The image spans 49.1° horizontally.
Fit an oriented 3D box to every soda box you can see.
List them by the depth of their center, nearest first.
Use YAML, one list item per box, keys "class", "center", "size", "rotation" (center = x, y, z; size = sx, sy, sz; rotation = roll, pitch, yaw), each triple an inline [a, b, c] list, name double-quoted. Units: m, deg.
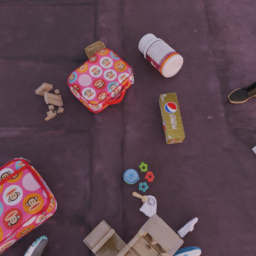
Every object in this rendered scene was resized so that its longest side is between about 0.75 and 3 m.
- class: "soda box"
  center: [1.522, -0.341, 9.805]
  size: [0.581, 0.549, 1.716]
  rotation: [-7, 69, -2]

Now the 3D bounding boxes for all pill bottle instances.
- class: "pill bottle"
  center: [1.185, -2.743, 10.479]
  size: [0.925, 0.925, 1.689]
  rotation: [-33, 61, -12]

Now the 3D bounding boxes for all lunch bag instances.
- class: "lunch bag"
  center: [-3.810, 2.274, 8.548]
  size: [2.690, 1.102, 2.370]
  rotation: [-37, 68, -14]
- class: "lunch bag"
  center: [-0.874, -1.655, 10.139]
  size: [2.158, 0.884, 1.901]
  rotation: [-42, 74, -15]

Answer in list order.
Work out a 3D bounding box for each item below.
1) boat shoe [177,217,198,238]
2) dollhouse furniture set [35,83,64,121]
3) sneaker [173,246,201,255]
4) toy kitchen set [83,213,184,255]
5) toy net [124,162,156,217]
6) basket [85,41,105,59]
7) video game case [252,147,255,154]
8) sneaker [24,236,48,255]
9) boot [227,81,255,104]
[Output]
- class: "boat shoe"
  center: [1.884, 3.070, 8.637]
  size: [0.764, 0.281, 0.250]
  rotation: [-38, 77, -3]
- class: "dollhouse furniture set"
  center: [-2.798, -0.892, 10.094]
  size: [0.556, 0.651, 1.256]
  rotation: [-31, 66, 31]
- class: "sneaker"
  center: [1.518, 3.941, 8.170]
  size: [1.424, 0.545, 0.575]
  rotation: [-26, 78, -3]
- class: "toy kitchen set"
  center: [-0.230, 3.274, 7.495]
  size: [1.969, 2.177, 2.413]
  rotation: [42, 70, 16]
- class: "toy net"
  center: [0.541, 2.010, 9.026]
  size: [0.891, 0.328, 1.699]
  rotation: [-23, 72, -12]
- class: "basket"
  center: [-1.258, -2.997, 11.024]
  size: [0.758, 0.565, 0.541]
  rotation: [-33, 39, -12]
- class: "video game case"
  center: [5.078, 1.025, 9.496]
  size: [1.025, 0.129, 1.431]
  rotation: [-30, 71, -12]
- class: "sneaker"
  center: [-2.705, 4.195, 8.007]
  size: [0.956, 0.813, 2.095]
  rotation: [26, 75, -5]
- class: "boot"
  center: [4.385, -1.439, 9.973]
  size: [1.513, 1.047, 0.586]
  rotation: [-21, 70, -7]
